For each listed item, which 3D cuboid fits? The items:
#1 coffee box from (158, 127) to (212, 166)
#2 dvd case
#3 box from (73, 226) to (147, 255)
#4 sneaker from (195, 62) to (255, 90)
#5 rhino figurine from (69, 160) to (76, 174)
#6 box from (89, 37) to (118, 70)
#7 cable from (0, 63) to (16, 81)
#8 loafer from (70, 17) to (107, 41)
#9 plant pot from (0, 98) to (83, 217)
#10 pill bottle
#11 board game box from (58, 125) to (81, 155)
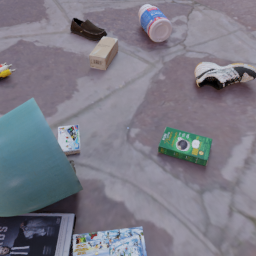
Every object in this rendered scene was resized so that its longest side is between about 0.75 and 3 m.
[{"bbox_3d":[1.804,0.552,8.848,1.552,0.341,0.954,15,48,13],"label":"coffee box"},{"bbox_3d":[-2.645,2.947,6.634,2.570,0.318,1.932,1,46,0],"label":"dvd case"},{"bbox_3d":[-0.417,3.022,6.540,1.714,0.342,1.173,-5,47,-4],"label":"box"},{"bbox_3d":[3.801,-1.901,10.930,2.367,0.895,1.038,3,60,10],"label":"sneaker"},{"bbox_3d":[-2.019,1.371,7.955,1.179,0.353,0.516,-23,45,-11],"label":"rhino figurine"},{"bbox_3d":[-1.025,-3.278,12.220,0.767,0.628,1.615,12,49,11],"label":"box"},{"bbox_3d":[-5.485,-2.016,11.147,0.931,0.483,1.917,32,55,26],"label":"cable"},{"bbox_3d":[-1.974,-4.849,13.614,2.069,0.738,0.755,19,50,17],"label":"loafer"},{"bbox_3d":[-2.716,0.927,7.063,2.164,2.697,2.697,-29,53,-15],"label":"plant pot"},{"bbox_3d":[1.231,-5.182,13.634,1.162,1.162,2.070,-14,49,-13],"label":"pill bottle"},{"bbox_3d":[-1.914,0.373,9.117,0.701,0.192,1.111,-6,47,-6],"label":"board game box"}]
